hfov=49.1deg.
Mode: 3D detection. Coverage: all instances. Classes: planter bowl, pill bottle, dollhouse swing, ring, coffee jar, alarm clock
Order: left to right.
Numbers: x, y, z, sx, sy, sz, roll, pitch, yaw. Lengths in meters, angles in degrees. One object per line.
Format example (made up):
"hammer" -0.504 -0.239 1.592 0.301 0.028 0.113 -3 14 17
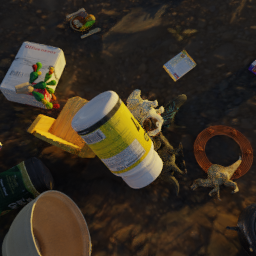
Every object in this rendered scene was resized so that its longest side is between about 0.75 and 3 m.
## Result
"coffee jar" -3.813 2.015 9.009 2.748 1.433 1.173 -26 69 -11
"planter bowl" -2.475 3.271 8.074 1.661 2.468 2.468 -29 65 16
"dollhouse swing" -1.898 -0.211 9.950 2.131 1.937 1.873 24 88 11
"pill bottle" -0.252 0.446 8.896 1.687 1.687 2.953 -47 115 -19
"ring" 3.504 0.839 10.255 2.131 0.204 2.131 0 64 -1
"alarm clock" 4.771 3.080 8.763 2.921 0.972 1.970 -27 67 -13

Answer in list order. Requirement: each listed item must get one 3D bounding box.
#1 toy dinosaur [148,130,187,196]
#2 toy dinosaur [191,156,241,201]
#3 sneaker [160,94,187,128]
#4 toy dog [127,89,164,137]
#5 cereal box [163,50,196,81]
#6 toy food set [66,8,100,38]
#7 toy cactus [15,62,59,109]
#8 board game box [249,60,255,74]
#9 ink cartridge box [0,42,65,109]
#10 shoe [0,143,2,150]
"toy dinosaur" 1.363 1.200 9.840 1.243 0.936 2.431 -8 70 9
"toy dinosaur" 3.309 1.714 9.591 2.255 0.656 1.140 -25 66 -11
"sneaker" 1.529 -0.514 10.711 1.989 0.750 0.788 -37 83 -9
"toy dog" 0.541 -0.380 9.609 1.488 1.071 1.535 -41 51 -7
"cereal box" 1.854 -2.241 10.053 0.986 0.195 0.709 -37 85 -8
"toy food set" -2.114 -4.960 12.948 1.152 0.335 1.669 -31 68 -14
"toy cactus" -3.252 -1.471 10.052 1.469 0.910 1.780 -15 99 -25
"board game box" 6.114 -2.722 11.858 1.663 0.372 1.118 -40 71 -17
"ink cartridge box" -3.723 -2.139 11.229 1.706 0.980 2.349 13 65 5
"shoe" -5.310 1.467 9.637 2.382 0.851 1.084 -32 70 -9
